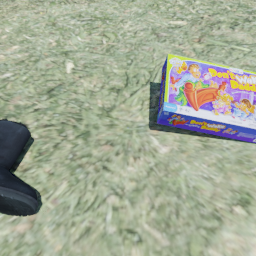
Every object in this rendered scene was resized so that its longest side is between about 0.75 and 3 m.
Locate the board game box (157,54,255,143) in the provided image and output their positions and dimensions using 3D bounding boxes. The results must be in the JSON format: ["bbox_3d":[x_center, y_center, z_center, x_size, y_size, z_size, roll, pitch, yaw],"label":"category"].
[{"bbox_3d":[2.280,-0.791,7.410,2.843,0.637,1.912,11,59,-4],"label":"board game box"}]

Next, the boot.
[{"bbox_3d":[-2.656,0.700,6.056,2.446,0.934,2.055,2,48,21],"label":"boot"}]
